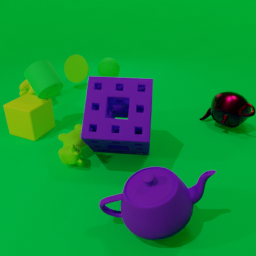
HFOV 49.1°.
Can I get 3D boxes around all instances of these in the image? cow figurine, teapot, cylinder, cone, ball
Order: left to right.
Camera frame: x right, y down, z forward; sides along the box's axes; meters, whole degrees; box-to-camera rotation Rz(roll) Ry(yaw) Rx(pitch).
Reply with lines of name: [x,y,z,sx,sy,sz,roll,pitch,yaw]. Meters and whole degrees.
cow figurine: [-2.957,-1.419,9.136,0.684,1.245,1.225,37,67,-6]
cylinder: [-2.164,-1.239,7.223,0.738,0.738,0.738,-27,82,-38]
cow figurine: [-1.173,0.384,6.500,1.081,0.593,1.063,-37,35,-29]
cone: [-1.680,-2.197,10.490,0.992,0.992,0.996,12,13,20]
ball: [-0.728,-2.235,10.621,0.846,0.846,0.846,0,30,0]
teapot: [0.496,1.136,4.643,1.986,0.972,1.235,-14,32,6]
teapot: [2.686,-0.432,7.622,1.717,1.068,0.841,1,54,57]

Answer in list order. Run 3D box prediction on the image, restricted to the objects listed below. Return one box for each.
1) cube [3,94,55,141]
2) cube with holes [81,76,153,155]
cube: [-2.614,-0.306,7.517,0.874,0.874,0.874,13,32,21]
cube with holes: [-0.161,-0.219,6.303,1.362,1.362,1.362,3,74,5]
